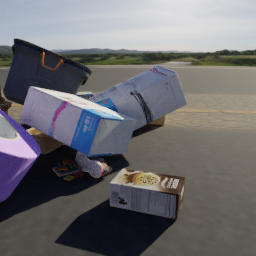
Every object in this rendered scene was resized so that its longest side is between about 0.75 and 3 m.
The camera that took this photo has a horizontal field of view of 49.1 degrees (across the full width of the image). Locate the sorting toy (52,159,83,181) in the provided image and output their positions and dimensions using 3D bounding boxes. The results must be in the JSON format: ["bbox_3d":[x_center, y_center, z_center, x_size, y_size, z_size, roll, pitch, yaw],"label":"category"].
[{"bbox_3d":[-1.276,0.823,5.789,0.443,0.155,0.918,-10,19,-30],"label":"sorting toy"}]

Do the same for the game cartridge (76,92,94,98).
[{"bbox_3d":[-2.515,-1.736,14.846,1.335,0.270,0.890,-5,20,-18],"label":"game cartridge"}]

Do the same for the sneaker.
[{"bbox_3d":[-0.716,0.745,5.816,0.435,0.409,1.061,6,16,-40],"label":"sneaker"}]

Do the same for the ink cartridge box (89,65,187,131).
[{"bbox_3d":[0.207,-0.799,8.225,2.423,1.040,1.774,-25,23,-4],"label":"ink cartridge box"}]

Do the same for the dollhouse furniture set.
[{"bbox_3d":[-2.930,-0.698,7.528,2.627,2.140,2.498,6,17,20],"label":"dollhouse furniture set"}]

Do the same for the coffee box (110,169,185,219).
[{"bbox_3d":[0.324,1.027,4.519,1.098,0.438,0.620,5,16,18],"label":"coffee box"}]

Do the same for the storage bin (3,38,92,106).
[{"bbox_3d":[-2.817,-1.524,9.508,2.699,1.813,1.964,20,-11,-16],"label":"storage bin"}]

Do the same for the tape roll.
[{"bbox_3d":[-2.852,-0.011,4.460,2.807,0.921,2.807,36,0,0],"label":"tape roll"}]

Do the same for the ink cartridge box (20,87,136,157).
[{"bbox_3d":[-1.131,-0.172,6.435,2.115,0.895,1.529,22,8,27],"label":"ink cartridge box"}]

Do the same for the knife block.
[{"bbox_3d":[-0.156,-0.710,10.024,2.315,0.844,2.637,-7,17,-21],"label":"knife block"}]
